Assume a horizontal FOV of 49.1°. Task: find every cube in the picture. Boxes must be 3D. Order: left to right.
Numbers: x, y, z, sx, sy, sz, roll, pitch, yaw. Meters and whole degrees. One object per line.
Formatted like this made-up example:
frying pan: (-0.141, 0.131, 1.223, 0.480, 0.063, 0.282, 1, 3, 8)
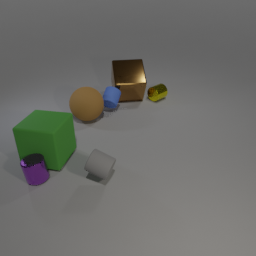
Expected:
cube: (-2.660, 0.355, 9.196, 1.400, 1.400, 1.400, 6, 30, 12)
cube: (-0.002, -2.167, 12.913, 1.400, 1.400, 1.400, -4, 63, -7)

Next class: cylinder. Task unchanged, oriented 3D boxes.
cylinder: (-2.802, 1.240, 8.453, 0.700, 0.700, 0.700, -5, 30, 3)
cylinder: (-0.804, 1.063, 8.172, 0.700, 0.700, 0.700, 26, 36, 5)
cylinder: (-0.727, -1.313, 12.060, 0.700, 0.700, 0.700, 11, 67, 17)
cylinder: (1.396, -1.684, 13.264, 0.700, 0.700, 0.700, -26, 40, -36)

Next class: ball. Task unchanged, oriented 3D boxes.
ball: (-1.688, -0.985, 11.441, 1.400, 1.400, 1.400, 0, 32, 0)
